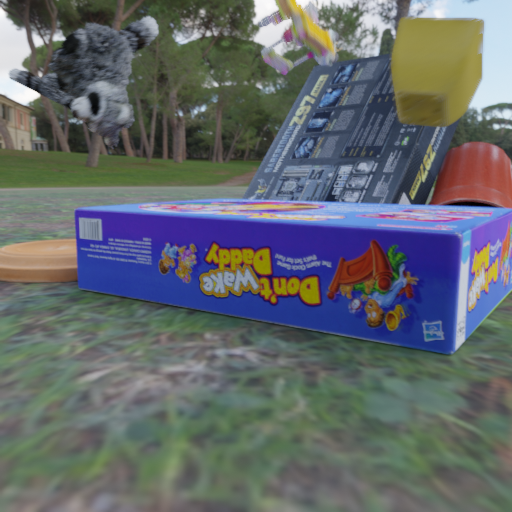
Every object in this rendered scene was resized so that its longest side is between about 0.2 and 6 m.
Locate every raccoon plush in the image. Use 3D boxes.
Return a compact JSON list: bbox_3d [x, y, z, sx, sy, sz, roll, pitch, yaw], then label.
[{"bbox_3d":[-2.184,-3.049,9.498,2.529,1.695,1.224,-40,1,-22],"label":"raccoon plush"},{"bbox_3d":[-4.146,-3.953,12.006,1.972,1.321,0.954,25,4,-19],"label":"raccoon plush"}]

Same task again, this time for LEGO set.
[{"bbox_3d":[0.288,-3.192,7.484,0.802,0.991,2.155,-22,-41,32],"label":"LEGO set"}]

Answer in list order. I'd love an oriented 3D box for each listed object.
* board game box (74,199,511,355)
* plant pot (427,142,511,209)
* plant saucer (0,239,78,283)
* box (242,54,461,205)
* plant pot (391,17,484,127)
[{"bbox_3d":[0.538,-0.083,7.191,4.764,1.067,3.203,6,11,33],"label":"board game box"},{"bbox_3d":[3.630,-0.988,9.424,1.570,1.527,1.570,13,-33,9],"label":"plant pot"},{"bbox_3d":[-3.032,0.021,8.861,2.373,0.383,2.373,1,9,0],"label":"plant saucer"},{"bbox_3d":[1.754,-1.921,10.341,3.250,4.121,1.051,8,-28,42],"label":"box"},{"bbox_3d":[2.244,-2.248,7.154,1.030,1.060,1.037,13,-22,26],"label":"plant pot"}]
